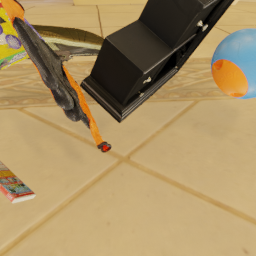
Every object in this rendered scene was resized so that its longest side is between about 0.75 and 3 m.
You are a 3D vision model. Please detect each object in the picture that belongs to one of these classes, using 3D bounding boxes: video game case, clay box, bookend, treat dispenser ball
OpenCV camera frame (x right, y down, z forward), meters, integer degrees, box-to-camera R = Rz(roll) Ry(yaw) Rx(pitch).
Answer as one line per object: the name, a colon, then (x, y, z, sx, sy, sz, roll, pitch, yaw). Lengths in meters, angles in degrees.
video game case: (-1.485, 0.577, 3.315, 0.779, 0.557, 0.068, 40, 86, 9)
clay box: (-2.608, -1.630, 5.021, 0.501, 1.210, 2.106, -35, 12, 34)
bookend: (0.661, -1.903, 5.877, 1.263, 2.742, 2.725, 43, 51, 5)
treat dispenser ball: (2.564, -1.368, 6.046, 1.488, 1.488, 1.488, 0, 31, 0)

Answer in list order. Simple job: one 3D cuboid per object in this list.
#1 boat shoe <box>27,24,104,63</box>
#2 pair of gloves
boat shoe: (-1.919, -2.077, 7.217, 2.764, 0.908, 0.988, 1, 36, -19)
pair of gloves: (-1.066, -0.787, 4.703, 0.322, 2.603, 2.319, -31, 71, -1)
